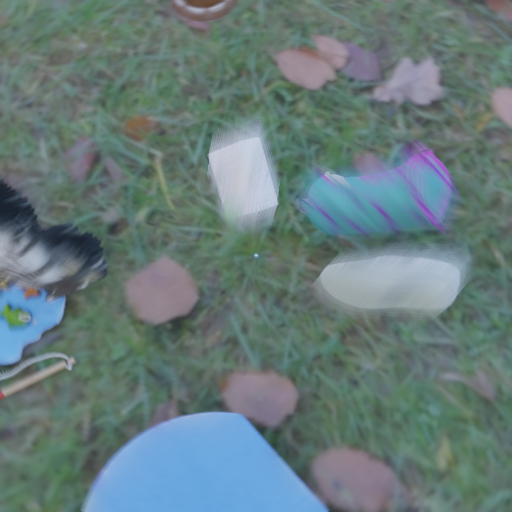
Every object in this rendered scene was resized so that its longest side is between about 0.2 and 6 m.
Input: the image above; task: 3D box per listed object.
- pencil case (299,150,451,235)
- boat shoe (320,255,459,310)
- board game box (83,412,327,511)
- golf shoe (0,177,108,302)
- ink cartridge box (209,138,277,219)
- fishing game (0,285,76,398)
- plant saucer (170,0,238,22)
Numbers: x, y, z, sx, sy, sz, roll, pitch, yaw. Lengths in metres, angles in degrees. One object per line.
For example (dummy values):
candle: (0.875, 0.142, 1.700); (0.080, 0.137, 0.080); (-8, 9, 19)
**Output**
pencil case: (1.559, -0.783, 7.495); (0.852, 2.003, 0.926); (-23, 102, -37)
boat shoe: (1.910, 0.335, 8.009); (1.964, 0.685, 0.699); (4, 31, 34)
board game box: (-0.353, 3.805, 6.958); (2.990, 0.737, 3.784); (-44, 81, 6)
golf shoe: (-3.388, -0.147, 7.576); (1.310, 2.773, 1.078); (-37, 42, 15)
ink cartridge box: (-0.179, -1.020, 7.410); (0.387, 0.667, 0.921); (-22, 98, -43)
fishing game: (-4.037, 0.585, 8.671); (2.297, 0.499, 3.208); (-24, 68, -7)
plant saucer: (-1.075, -5.393, 11.499); (1.402, 0.225, 1.402); (0, 67, 0)
